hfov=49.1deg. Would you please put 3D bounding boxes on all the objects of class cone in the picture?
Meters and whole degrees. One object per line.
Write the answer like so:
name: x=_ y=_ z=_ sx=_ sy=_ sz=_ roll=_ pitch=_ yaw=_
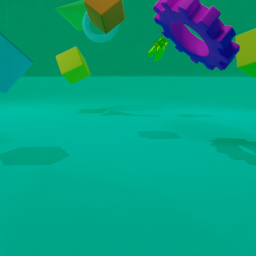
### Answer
cone: x=-2.311 y=-4.524 z=10.938 sx=1.182 sy=1.177 sz=1.177 roll=-4 pitch=11 yaw=-44

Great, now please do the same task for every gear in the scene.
gear: x=1.414 y=-2.032 z=5.991 sx=1.981 sy=0.366 sz=1.981 roll=40 pitch=0 yaw=0

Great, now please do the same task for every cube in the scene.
cube: x=-2.257 y=-2.576 z=11.635 sx=0.959 sy=0.959 sz=0.959 roll=-24 pitch=-20 yaw=5
cube: x=-2.607 y=-1.355 z=5.589 sx=0.864 sy=0.864 sz=0.864 roll=44 pitch=-7 yaw=-39
cube: x=-0.606 y=-3.121 z=7.432 sx=0.722 sy=0.722 sz=0.722 roll=44 pitch=-11 yaw=21
cube: x=3.150 y=-1.790 z=6.616 sx=0.841 sy=0.841 sz=0.841 roll=14 pitch=-17 yaw=-41

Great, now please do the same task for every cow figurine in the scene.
cow figurine: x=1.296 y=-3.185 z=10.395 sx=0.674 sy=1.209 sz=1.228 roll=33 pitch=40 yaw=-5

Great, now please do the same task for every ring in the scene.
ring: x=-1.031 y=-3.984 z=10.597 sx=1.466 sy=1.466 sz=0.293 roll=3 pitch=4 yaw=13
